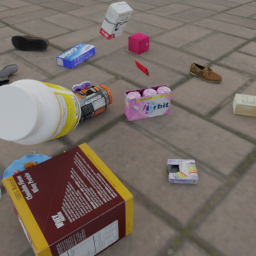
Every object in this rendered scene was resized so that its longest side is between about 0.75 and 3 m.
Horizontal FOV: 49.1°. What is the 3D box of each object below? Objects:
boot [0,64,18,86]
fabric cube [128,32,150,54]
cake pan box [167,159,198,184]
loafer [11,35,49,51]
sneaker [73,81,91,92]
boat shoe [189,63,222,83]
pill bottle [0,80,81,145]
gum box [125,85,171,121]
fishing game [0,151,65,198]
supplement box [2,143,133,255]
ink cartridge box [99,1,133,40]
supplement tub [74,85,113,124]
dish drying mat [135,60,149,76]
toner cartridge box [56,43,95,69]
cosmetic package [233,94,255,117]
[{"bbox_3d":[-6.394,-2.704,14.714,1.605,0.560,1.057,-31,51,-18],"label":"boot"},{"bbox_3d":[0.676,-5.279,17.466,0.951,0.933,0.948,32,49,32],"label":"fabric cube"},{"bbox_3d":[1.857,1.495,9.709,1.015,0.266,0.935,2,37,3],"label":"cake pan box"},{"bbox_3d":[-6.130,-5.380,17.760,2.516,0.919,0.893,10,28,7],"label":"loafer"},{"bbox_3d":[-2.274,-2.012,14.009,0.958,0.386,0.400,-23,59,-13],"label":"sneaker"},{"bbox_3d":[4.105,-2.937,14.827,1.869,0.635,0.672,25,45,27],"label":"boat shoe"},{"bbox_3d":[-2.476,-0.437,7.690,1.674,1.674,2.978,5,4,6],"label":"pill bottle"},{"bbox_3d":[0.898,-1.106,12.186,2.002,1.136,0.662,-11,41,-13],"label":"gum box"},{"bbox_3d":[-3.304,1.512,9.585,2.713,0.422,1.943,-13,44,-16],"label":"fishing game"},{"bbox_3d":[-1.613,2.174,7.733,2.551,1.694,2.516,-25,45,-27],"label":"supplement box"},{"bbox_3d":[-0.454,-4.005,10.479,0.505,1.210,0.879,45,47,8],"label":"ink cartridge box"},{"bbox_3d":[-1.712,-1.082,12.100,1.984,1.215,1.215,-31,48,-32],"label":"supplement tub"},{"bbox_3d":[0.630,-2.722,12.667,0.106,0.447,1.163,-32,38,-4],"label":"dish drying mat"},{"bbox_3d":[-3.058,-4.321,16.625,1.107,0.503,2.330,19,43,22],"label":"toner cartridge box"},{"bbox_3d":[5.598,-0.968,12.445,1.678,0.597,0.883,10,40,11],"label":"cosmetic package"}]
